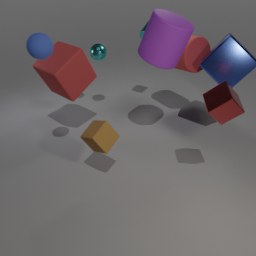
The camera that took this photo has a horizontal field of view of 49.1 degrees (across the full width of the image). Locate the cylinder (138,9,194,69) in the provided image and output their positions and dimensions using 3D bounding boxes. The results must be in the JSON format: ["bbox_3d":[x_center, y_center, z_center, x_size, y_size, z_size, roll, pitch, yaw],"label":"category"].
[{"bbox_3d":[1.194,-2.854,9.032,1.400,1.400,1.400,15,38,-12],"label":"cylinder"}]

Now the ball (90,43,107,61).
[{"bbox_3d":[-1.230,-3.142,11.610,0.700,0.700,0.700,0,32,0],"label":"ball"}]

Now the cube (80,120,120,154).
[{"bbox_3d":[-0.828,0.255,8.293,0.700,0.700,0.700,3,50,50],"label":"cube"}]

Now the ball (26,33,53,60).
[{"bbox_3d":[-2.372,-2.202,7.548,0.700,0.700,0.700,0,32,0],"label":"ball"}]

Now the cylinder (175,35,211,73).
[{"bbox_3d":[2.387,-3.075,11.492,1.400,1.400,1.400,-18,28,-27],"label":"cylinder"}]

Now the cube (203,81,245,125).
[{"bbox_3d":[2.496,-0.651,7.345,0.700,0.700,0.700,-33,40,30],"label":"cube"}]

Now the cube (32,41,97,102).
[{"bbox_3d":[-2.280,-2.082,10.254,1.400,1.400,1.400,26,68,34],"label":"cube"}]

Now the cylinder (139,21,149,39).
[{"bbox_3d":[0.957,-4.099,11.952,0.700,0.700,0.700,22,71,32],"label":"cylinder"}]

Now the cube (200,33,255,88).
[{"bbox_3d":[3.631,-2.400,10.145,1.400,1.400,1.400,44,27,-2],"label":"cube"}]
